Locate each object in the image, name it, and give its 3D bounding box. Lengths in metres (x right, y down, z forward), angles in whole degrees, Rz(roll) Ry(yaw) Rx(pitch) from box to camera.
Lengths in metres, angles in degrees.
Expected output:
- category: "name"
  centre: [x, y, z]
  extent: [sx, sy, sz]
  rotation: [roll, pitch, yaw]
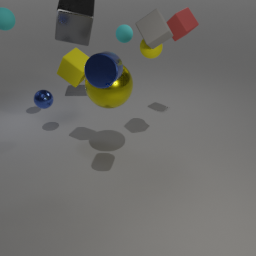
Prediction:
- category: "cylinder"
  centre: [-0.500, -1.249, 5.953]
  extent: [0.700, 0.700, 0.700]
  rotation: [4, 19, 7]
- category: "cube"
  centre: [0.741, -2.728, 7.773]
  extent: [0.700, 0.700, 0.700]
  rotation: [-29, -5, 19]
- category: "ball"
  centre: [-3.084, -1.050, 10.235]
  extent: [0.700, 0.700, 0.700]
  rotation: [0, 29, 0]
- category: "ball"
  centre: [-0.150, -3.794, 11.284]
  extent: [0.700, 0.700, 0.700]
  rotation: [0, 29, 0]
- category: "cube"
  centre: [-2.196, -4.492, 11.597]
  extent: [1.400, 1.400, 1.400]
  rotation: [7, 52, -13]
- category: "ball"
  centre: [-0.549, -1.265, 8.155]
  extent: [1.400, 1.400, 1.400]
  rotation: [0, 29, 0]
- category: "cube"
  centre: [1.815, -3.522, 9.532]
  extent: [0.700, 0.700, 0.700]
  rotation: [-37, 5, -30]
- category: "ball"
  centre: [-4.012, -3.517, 9.047]
  extent: [0.700, 0.700, 0.700]
  rotation: [0, 29, 0]
- category: "cube"
  centre: [-1.537, -1.773, 8.216]
  extent: [0.700, 0.700, 0.700]
  rotation: [37, 46, -3]
- category: "ball"
  centre: [0.713, -2.504, 8.646]
  extent: [0.700, 0.700, 0.700]
  rotation: [0, 29, 0]
